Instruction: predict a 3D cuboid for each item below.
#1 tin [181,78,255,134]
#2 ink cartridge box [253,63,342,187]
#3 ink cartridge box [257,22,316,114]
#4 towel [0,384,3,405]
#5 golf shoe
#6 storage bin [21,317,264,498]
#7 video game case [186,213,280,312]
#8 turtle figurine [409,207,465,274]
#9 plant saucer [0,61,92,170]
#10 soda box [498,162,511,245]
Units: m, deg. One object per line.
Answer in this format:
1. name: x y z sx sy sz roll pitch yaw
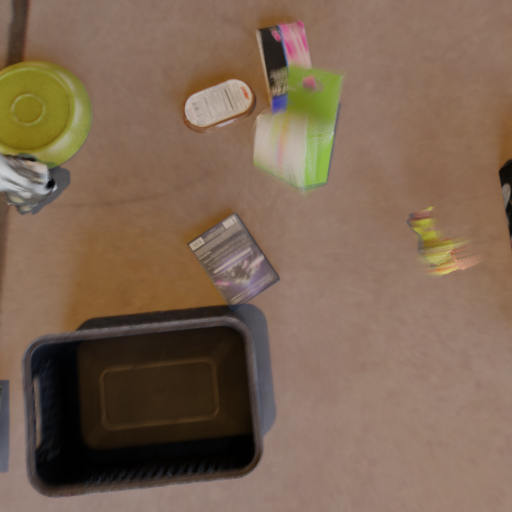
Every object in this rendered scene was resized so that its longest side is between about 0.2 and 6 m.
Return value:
1. tin: -0.665 -2.661 9.952 1.357 0.284 0.760 -22 88 -3
2. ink cartridge box: 0.613 -2.116 8.939 0.630 1.230 1.664 -16 125 -35
3. ink cartridge box: 0.573 -3.257 10.010 0.827 0.324 1.747 -10 85 -2
4. towel: -4.915 2.902 9.217 1.530 0.274 1.589 -2 81 2
5. golf shoe: -3.868 -1.388 8.931 0.871 1.843 0.717 -29 71 -4
6. storage bin: -1.627 2.217 8.679 3.360 1.575 2.272 -6 83 0
7. video game case: -0.395 0.106 9.662 1.013 0.135 1.418 -33 85 -4
8. turtle figurine: 2.876 -0.154 9.075 0.457 1.419 1.144 -26 75 10
9. plant saucer: -3.972 -2.526 9.857 2.079 0.323 2.079 0 81 -2
10. soda box: 5.008 0.009 9.183 1.209 1.082 3.417 -6 82 0
